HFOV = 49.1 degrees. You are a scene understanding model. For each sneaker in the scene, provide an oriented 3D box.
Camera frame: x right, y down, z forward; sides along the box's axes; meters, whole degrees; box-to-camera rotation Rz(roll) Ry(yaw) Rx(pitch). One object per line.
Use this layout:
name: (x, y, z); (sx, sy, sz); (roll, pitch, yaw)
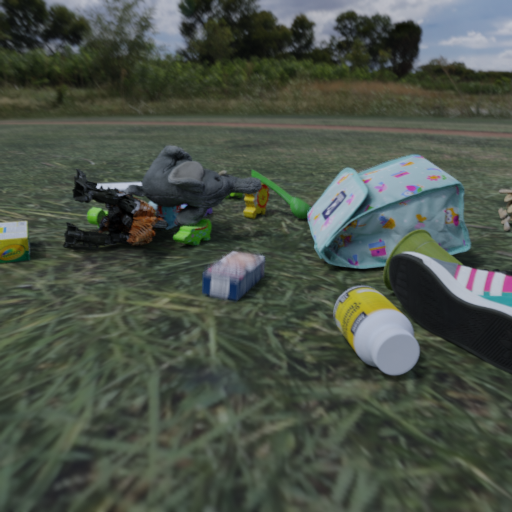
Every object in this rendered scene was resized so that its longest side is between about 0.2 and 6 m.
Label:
sneaker: (3.287, 0.514, 7.793); (1.645, 1.139, 2.725); (-15, 31, -26)

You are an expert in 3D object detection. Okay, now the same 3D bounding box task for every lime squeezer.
lime squeezer: (1.594, -1.508, 13.950); (3.471, 1.226, 0.655); (1, -25, 11)

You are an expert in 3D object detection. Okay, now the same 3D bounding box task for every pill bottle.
pill bottle: (1.534, 0.948, 7.161); (0.761, 0.761, 1.359); (-3, 18, -9)

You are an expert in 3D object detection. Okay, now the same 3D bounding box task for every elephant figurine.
elephant figurine: (-1.332, -1.462, 12.013); (2.186, 1.696, 1.547); (31, 1, 40)

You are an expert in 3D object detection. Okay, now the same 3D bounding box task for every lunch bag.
lunch bag: (2.407, -0.807, 11.126); (2.788, 1.700, 2.375); (-15, 23, 4)

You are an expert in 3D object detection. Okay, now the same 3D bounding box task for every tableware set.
tableware set: (6.446, -1.461, 13.535); (1.515, 0.459, 2.293); (-41, 0, 26)

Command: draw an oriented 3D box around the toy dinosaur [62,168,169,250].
toy dinosaur: (-2.803, -0.847, 11.756); (2.126, 1.600, 3.133); (10, -9, -22)

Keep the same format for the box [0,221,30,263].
box: (-5.728, -0.204, 11.059); (2.322, 0.562, 1.362); (-4, 19, -21)

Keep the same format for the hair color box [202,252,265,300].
hair color box: (-0.365, 0.311, 9.601); (0.651, 0.394, 1.302); (9, 18, 17)

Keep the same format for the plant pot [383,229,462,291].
plant pot: (2.807, 0.311, 8.858); (1.142, 1.142, 1.085); (-13, 33, -34)

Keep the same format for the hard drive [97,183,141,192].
hard drive: (-4.212, -2.083, 17.354); (1.476, 0.197, 0.973); (-4, 19, -11)

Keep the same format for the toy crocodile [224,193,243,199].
toy crocodile: (-0.746, -2.029, 16.690); (0.555, 0.508, 1.644); (-4, 18, -11)

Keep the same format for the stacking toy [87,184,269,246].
stacking toy: (-1.796, -1.240, 13.686); (2.875, 0.896, 3.813); (10, 21, 27)
